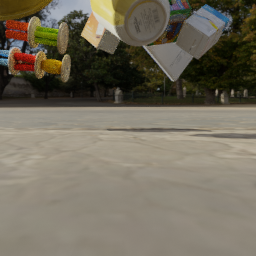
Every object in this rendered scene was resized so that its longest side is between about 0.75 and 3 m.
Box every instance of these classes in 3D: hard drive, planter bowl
[{"bbox_3d":[1.723,-3.294,11.645,2.399,1.583,0.304,40,-5,-38],"label":"hard drive"},{"bbox_3d":[-1.976,-2.847,3.698,2.543,2.543,1.059,-2,-12,-26],"label":"planter bowl"}]

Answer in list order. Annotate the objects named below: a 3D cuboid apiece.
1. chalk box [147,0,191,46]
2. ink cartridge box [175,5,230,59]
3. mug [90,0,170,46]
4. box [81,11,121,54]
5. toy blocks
[{"bbox_3d":[1.194,-3.888,9.260,1.229,1.237,1.982,-12,-21,-14],"label":"chalk box"},{"bbox_3d":[2.493,-3.239,9.450,1.370,1.000,1.005,-43,-15,-29],"label":"ink cartridge box"},{"bbox_3d":[-0.037,-2.044,4.658,1.553,1.244,1.275,12,33,-29],"label":"mug"},{"bbox_3d":[-0.781,-3.669,10.022,0.825,1.552,1.182,9,27,-47],"label":"box"},{"bbox_3d":[-2.951,-2.317,8.129,2.359,0.857,1.966,8,-37,-1],"label":"toy blocks"}]
